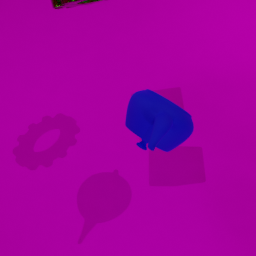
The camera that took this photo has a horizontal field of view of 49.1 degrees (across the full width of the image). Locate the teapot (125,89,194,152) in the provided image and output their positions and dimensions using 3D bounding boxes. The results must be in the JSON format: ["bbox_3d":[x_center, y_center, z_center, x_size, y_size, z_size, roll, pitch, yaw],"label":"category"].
[{"bbox_3d":[0.465,-0.047,4.739,1.207,1.940,0.950,31,97,-3],"label":"teapot"}]

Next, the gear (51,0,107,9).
[{"bbox_3d":[-0.484,-2.303,4.643,1.606,0.297,1.606,-11,21,4],"label":"gear"}]
